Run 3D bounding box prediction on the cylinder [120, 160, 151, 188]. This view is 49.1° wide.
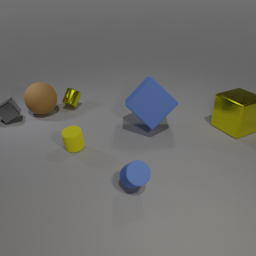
[{"bbox_3d":[0.187,1.298,7.825,0.700,0.700,0.700,-11,-12,-20],"label":"cylinder"}]

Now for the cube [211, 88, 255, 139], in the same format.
[{"bbox_3d":[4.373,-0.626,11.150,1.400,1.400,1.400,-15,32,-26],"label":"cube"}]

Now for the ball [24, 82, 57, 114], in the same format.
[{"bbox_3d":[-3.819,-1.295,12.285,1.400,1.400,1.400,0,29,0],"label":"ball"}]

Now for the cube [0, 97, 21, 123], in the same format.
[{"bbox_3d":[-5.018,-0.755,11.777,0.700,0.700,0.700,-31,26,-1],"label":"cube"}]

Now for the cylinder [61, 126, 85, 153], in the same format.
[{"bbox_3d":[-1.943,0.390,9.921,0.700,0.700,0.700,-5,37,4],"label":"cylinder"}]

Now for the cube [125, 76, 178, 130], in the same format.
[{"bbox_3d":[0.857,-1.009,10.812,1.400,1.400,1.400,42,9,-9],"label":"cube"}]

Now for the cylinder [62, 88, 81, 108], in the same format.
[{"bbox_3d":[-2.605,-1.389,12.944,0.700,0.700,0.700,19,-11,4],"label":"cylinder"}]
